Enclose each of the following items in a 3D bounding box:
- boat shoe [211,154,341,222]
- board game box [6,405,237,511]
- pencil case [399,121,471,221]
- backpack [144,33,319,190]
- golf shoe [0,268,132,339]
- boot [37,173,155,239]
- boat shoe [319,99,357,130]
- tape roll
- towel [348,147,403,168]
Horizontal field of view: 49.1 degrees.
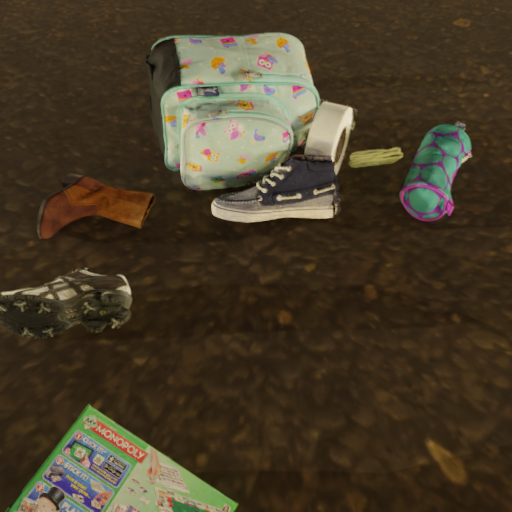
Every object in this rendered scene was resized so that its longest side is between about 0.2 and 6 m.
[{"bbox_3d":[0.395,-1.420,11.249,2.626,1.218,0.980,-3,28,-3],"label":"boat shoe"},{"bbox_3d":[-1.659,3.277,7.167,2.435,0.354,1.639,33,51,1],"label":"board game box"},{"bbox_3d":[3.860,-1.815,11.900,1.107,1.020,2.396,21,52,15],"label":"pencil case"},{"bbox_3d":[-0.362,-3.032,11.757,3.394,2.984,2.602,-15,66,-13],"label":"backpack"},{"bbox_3d":[-3.373,0.771,9.776,2.390,0.929,1.129,1,35,-7],"label":"golf shoe"},{"bbox_3d":[-3.246,-0.822,11.443,1.942,0.665,1.829,16,42,5],"label":"boot"},{"bbox_3d":[1.561,-3.472,13.537,1.742,0.555,0.616,14,5,9],"label":"boat shoe"},{"bbox_3d":[1.546,-2.427,12.012,0.584,1.671,1.671,17,50,15],"label":"tape roll"},{"bbox_3d":[2.523,-2.109,11.961,1.081,0.266,1.457,-4,3,8],"label":"towel"}]
